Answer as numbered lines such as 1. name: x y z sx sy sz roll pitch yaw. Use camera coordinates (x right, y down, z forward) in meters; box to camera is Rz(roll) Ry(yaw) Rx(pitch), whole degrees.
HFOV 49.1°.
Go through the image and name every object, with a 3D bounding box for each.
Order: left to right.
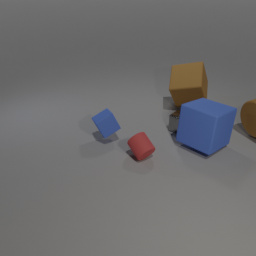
1. cube: -0.798 -0.179 10.171 0.700 0.700 0.700 -33 27 -7
2. cylinder: 0.442 0.604 9.337 0.700 0.700 0.700 -20 66 -32
3. cube: 2.087 -0.222 11.095 0.700 0.700 0.700 21 35 33
4. cube: 2.735 -1.913 12.524 1.400 1.400 1.400 -2 59 24
5. cube: 2.725 -0.112 9.809 1.400 1.400 1.400 -18 33 -42
6. cylinder: 5.180 -0.488 10.341 1.400 1.400 1.400 -16 32 -16
